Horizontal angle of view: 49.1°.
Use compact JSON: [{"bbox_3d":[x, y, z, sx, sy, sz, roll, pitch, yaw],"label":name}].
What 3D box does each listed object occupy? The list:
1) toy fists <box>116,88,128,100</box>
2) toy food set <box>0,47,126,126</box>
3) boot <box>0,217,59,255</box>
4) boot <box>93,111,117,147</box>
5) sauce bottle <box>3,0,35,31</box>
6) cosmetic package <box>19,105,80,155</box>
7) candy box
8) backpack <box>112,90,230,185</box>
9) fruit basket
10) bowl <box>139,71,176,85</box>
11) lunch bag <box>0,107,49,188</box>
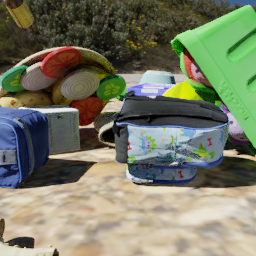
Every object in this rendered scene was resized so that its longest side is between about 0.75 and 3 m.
[{"bbox_3d":[-0.177,-1.747,14.379,0.944,0.637,1.852,9,12,5],"label":"toy fists"},{"bbox_3d":[-1.590,-0.767,6.719,2.923,2.893,0.711,3,51,-39],"label":"toy food set"},{"bbox_3d":[-1.015,1.132,2.484,0.805,0.377,1.036,-2,14,-7],"label":"boot"},{"bbox_3d":[0.249,-0.080,6.871,2.107,0.759,1.629,-8,13,-9],"label":"boot"},{"bbox_3d":[-3.059,-3.388,7.635,0.525,0.525,1.624,1,-22,4],"label":"sauce bottle"},{"bbox_3d":[-1.718,0.016,6.100,1.092,0.914,0.908,-7,15,-28],"label":"cosmetic package"},{"bbox_3d":[1.311,-1.377,12.042,2.042,0.930,2.415,7,14,21],"label":"candy box"},{"bbox_3d":[0.715,0.148,4.639,1.711,1.257,1.566,1,23,8],"label":"backpack"},{"bbox_3d":[1.616,-0.534,5.765,3.074,3.074,2.217,1,14,5],"label":"fruit basket"},{"bbox_3d":[1.766,-2.628,16.252,2.433,1.273,2.433,6,10,-1],"label":"bowl"},{"bbox_3d":[-2.241,0.268,4.548,1.644,1.117,1.088,3,13,11],"label":"lunch bag"}]
